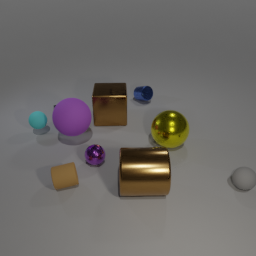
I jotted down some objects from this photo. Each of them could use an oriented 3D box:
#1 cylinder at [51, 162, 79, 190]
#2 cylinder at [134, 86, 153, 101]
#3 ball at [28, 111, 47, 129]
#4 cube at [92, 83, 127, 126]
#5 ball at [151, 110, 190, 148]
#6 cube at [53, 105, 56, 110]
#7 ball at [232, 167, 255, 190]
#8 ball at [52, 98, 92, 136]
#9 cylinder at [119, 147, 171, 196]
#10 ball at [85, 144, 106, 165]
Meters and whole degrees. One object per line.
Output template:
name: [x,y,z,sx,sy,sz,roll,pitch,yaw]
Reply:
cylinder: [-1.916,1.452,8.510,0.700,0.700,0.700,-13,33,-8]
cylinder: [0.738,-1.670,13.488,0.700,0.700,0.700,-20,16,-29]
ball: [-3.501,-0.304,10.889,0.700,0.700,0.700,0,32,0]
cube: [-0.749,-1.024,11.945,1.400,1.400,1.400,-1,32,-1]
ball: [1.536,0.041,10.240,1.400,1.400,1.400,0,32,0]
cube: [-2.649,-0.538,11.599,0.700,0.700,0.700,-15,61,-22]
ball: [3.503,1.512,8.411,0.700,0.700,0.700,0,32,0]
ball: [-2.030,-0.397,10.174,1.400,1.400,1.400,0,32,0]
cylinder: [0.458,1.265,8.205,1.400,1.400,1.400,-1,32,-1]
ball: [-1.106,0.897,9.416,0.700,0.700,0.700,0,32,0]
